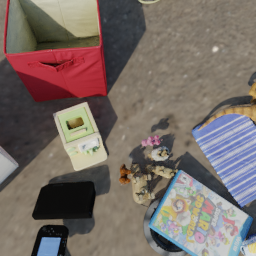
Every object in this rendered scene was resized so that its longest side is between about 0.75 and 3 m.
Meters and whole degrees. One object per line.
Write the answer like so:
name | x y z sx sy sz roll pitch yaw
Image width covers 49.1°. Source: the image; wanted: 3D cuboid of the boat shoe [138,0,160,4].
boat shoe | 1.052 -4.600 9.390 1.531 0.496 0.560 -16 68 -6

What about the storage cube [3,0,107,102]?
storage cube | -1.737 -2.198 7.424 2.155 2.266 2.521 -6 68 -3

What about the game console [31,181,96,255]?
game console | -1.514 2.233 6.072 1.407 0.288 2.386 -7 46 13

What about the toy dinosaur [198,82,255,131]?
toy dinosaur | 3.392 -0.477 7.396 2.823 0.853 1.499 11 65 1

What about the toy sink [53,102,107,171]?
toy sink | -1.210 0.213 7.192 0.938 0.806 1.439 -20 69 -8

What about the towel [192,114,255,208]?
towel | 2.934 0.634 7.311 1.672 0.275 2.309 -26 70 -10

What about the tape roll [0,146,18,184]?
tape roll | -4.179 0.542 5.869 3.019 3.019 2.073 38 71 15

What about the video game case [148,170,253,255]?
video game case | 1.708 2.164 6.455 2.096 0.187 1.500 34 70 -1

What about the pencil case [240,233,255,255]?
pencil case | 3.281 3.445 5.679 1.160 1.063 2.557 -8 67 -22

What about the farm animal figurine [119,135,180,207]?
farm animal figurine | 0.464 1.029 6.955 1.504 0.756 1.215 -43 93 -20

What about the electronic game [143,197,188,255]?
electronic game | 1.041 2.299 6.588 1.382 0.288 1.382 1 72 -4
